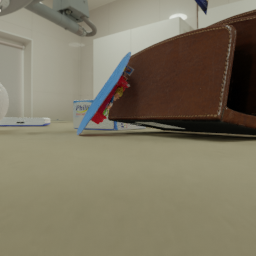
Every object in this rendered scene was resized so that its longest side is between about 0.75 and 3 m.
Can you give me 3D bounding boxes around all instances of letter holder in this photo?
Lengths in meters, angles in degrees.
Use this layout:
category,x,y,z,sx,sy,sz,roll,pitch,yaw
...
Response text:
category,x,y,z,sx,sy,sz,roll,pitch,yaw
letter holder,0.867,-0.832,3.861,1.199,1.695,2.384,10,-3,-30

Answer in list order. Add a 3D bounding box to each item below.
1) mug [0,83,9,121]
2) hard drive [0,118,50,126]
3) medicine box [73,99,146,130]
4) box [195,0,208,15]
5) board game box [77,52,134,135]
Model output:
category,x,y,z,sx,sy,sz,roll,pitch,yaw
mug,-2.946,-0.413,4.731,1.565,1.156,1.372,-29,-18,24
hard drive,-3.534,-0.220,9.732,1.452,0.279,2.200,0,2,-11
medicine box,-0.377,-0.295,6.156,1.135,0.641,1.246,1,3,34
box,2.039,-3.727,7.907,0.158,0.590,0.974,-13,-36,44
board game box,-0.245,-0.406,3.859,0.260,1.337,1.056,32,23,-14
